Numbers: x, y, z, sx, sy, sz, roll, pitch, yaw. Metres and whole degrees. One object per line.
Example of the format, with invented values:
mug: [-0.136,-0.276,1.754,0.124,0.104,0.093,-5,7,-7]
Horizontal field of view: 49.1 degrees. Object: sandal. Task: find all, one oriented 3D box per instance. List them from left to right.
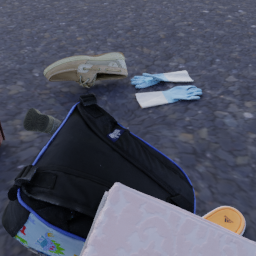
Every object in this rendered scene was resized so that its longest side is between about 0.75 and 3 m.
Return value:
sandal: [1.253,2.046,5.026,2.529,0.725,0.969,-31,49,-30]

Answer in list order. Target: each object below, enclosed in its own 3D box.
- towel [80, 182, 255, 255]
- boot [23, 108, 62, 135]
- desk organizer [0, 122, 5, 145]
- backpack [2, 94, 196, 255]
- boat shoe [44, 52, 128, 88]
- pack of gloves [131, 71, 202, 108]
towel: [0.330,1.934,2.843,2.086,0.352,2.184,27,74,-11]
boot: [-1.555,0.082,6.772,1.450,0.579,1.595,22,1,44]
desk organizer: [-4.697,0.223,6.743,2.907,1.042,1.119,5,46,-5]
backpack: [-0.322,1.149,4.457,2.509,1.844,2.296,31,44,-6]
boat shoe: [-1.386,-1.893,9.598,2.837,1.024,0.922,-13,82,-18]
pack of gloves: [1.305,-1.541,9.653,2.301,0.454,1.933,-9,39,-11]
